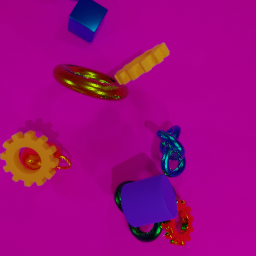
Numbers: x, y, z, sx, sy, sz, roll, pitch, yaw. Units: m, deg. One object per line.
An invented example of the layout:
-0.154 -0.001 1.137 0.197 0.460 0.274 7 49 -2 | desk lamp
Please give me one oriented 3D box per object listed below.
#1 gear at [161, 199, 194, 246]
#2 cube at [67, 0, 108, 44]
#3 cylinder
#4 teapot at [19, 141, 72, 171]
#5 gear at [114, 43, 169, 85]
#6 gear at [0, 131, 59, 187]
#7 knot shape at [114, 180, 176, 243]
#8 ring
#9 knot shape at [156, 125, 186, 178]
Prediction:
1.266 2.358 7.026 1.104 0.204 1.104 16 68 -42 | gear
-1.223 -3.239 8.400 0.857 0.857 0.857 29 77 -10 | cube
0.493 1.664 6.429 0.998 0.998 0.998 -20 75 20 | cylinder
-2.328 0.880 7.417 1.725 1.073 0.845 3 114 6 | teapot
0.321 -1.516 6.625 1.369 1.369 0.253 -37 106 -9 | gear
-2.336 0.735 6.656 1.324 0.245 1.324 2 106 7 | gear
0.440 2.118 7.173 1.633 0.755 1.528 2 76 1 | knot shape
-0.972 -1.234 7.475 2.072 2.072 0.414 21 107 5 | ring
1.145 0.631 7.277 0.654 1.416 1.325 -9 93 10 | knot shape
